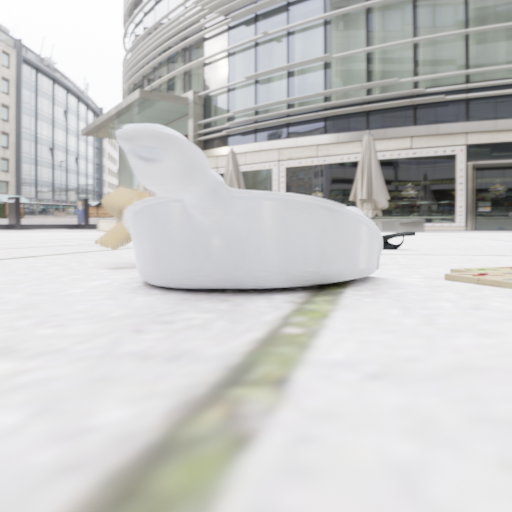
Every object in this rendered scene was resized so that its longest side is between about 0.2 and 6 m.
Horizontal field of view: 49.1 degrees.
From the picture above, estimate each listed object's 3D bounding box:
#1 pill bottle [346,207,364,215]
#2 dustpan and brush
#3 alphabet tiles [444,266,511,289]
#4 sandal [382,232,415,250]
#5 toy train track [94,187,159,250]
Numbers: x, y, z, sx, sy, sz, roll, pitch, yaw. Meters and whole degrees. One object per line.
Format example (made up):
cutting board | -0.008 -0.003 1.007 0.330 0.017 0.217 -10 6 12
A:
pill bottle | 1.388 -0.437 8.300 0.471 0.471 0.840 0 -4 9
dustpan and brush | -0.245 -0.255 4.578 2.533 1.039 3.629 0 2 12
alphabet tiles | 3.495 0.212 5.444 2.936 0.093 2.443 -1 3 -21
sandal | 2.928 -0.276 13.049 1.582 0.379 0.595 -13 4 1
toy train track | -0.774 -0.349 7.357 3.351 0.545 1.922 15 46 37
